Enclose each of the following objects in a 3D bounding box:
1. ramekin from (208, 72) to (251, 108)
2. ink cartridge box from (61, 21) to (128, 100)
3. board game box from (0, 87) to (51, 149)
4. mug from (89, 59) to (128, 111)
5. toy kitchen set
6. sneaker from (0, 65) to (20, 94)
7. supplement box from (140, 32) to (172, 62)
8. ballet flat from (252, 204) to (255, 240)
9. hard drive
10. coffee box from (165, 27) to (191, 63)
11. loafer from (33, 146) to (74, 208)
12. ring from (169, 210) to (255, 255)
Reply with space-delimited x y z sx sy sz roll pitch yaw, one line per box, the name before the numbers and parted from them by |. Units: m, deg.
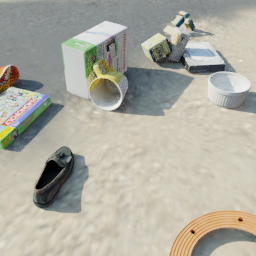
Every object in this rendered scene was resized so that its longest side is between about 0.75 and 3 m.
ramekin | 3.346 -1.267 9.450 1.355 0.711 1.355 0 41 0
ink cartridge box | -1.073 -2.471 10.002 1.054 1.818 2.511 22 45 23
board game box | -3.749 -0.415 8.723 1.605 0.347 2.384 13 42 16
mug | -0.522 -1.458 9.232 1.149 1.435 1.178 15 34 12
toy kitchen set | 2.725 -4.914 14.023 1.432 1.147 0.843 -48 50 2
sneaker | -4.715 -1.432 9.778 0.867 0.821 2.248 -7 31 30
supplement box | 1.150 -3.323 11.522 0.902 0.605 0.901 -34 40 -1
ballet flat | 3.378 1.511 6.092 0.821 0.776 2.437 28 48 28
hard drive | 2.974 -3.008 11.768 1.511 0.409 2.162 -4 41 -4
coffee box | 2.019 -3.432 11.574 0.484 1.213 0.694 7 37 -22
loafer | -1.768 1.037 6.806 0.661 0.579 1.840 6 40 7
ring | 1.897 2.490 4.983 2.392 0.230 2.392 -12 33 8
